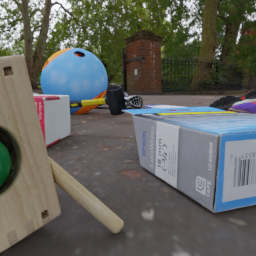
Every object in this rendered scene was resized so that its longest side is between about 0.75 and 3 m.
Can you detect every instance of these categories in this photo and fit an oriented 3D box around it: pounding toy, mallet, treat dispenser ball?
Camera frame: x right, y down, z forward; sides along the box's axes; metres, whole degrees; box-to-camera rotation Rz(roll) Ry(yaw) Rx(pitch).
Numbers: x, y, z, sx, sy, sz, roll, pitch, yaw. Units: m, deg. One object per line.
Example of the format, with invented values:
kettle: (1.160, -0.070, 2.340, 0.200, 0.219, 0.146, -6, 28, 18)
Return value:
pounding toy: (-1.083, 0.236, 2.223, 1.622, 1.493, 1.153, 7, 23, 41)
mallet: (-1.479, -0.750, 10.024, 2.964, 0.976, 0.610, -10, 22, 19)
treat dispenser ball: (-2.436, -2.121, 12.836, 3.005, 3.005, 3.005, 0, 8, 0)

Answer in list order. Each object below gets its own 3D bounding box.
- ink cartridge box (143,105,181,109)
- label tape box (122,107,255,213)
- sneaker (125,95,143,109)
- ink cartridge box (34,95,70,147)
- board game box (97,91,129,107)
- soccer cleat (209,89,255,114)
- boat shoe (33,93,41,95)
ink cartridge box: (1.752, -0.704, 11.754, 1.270, 0.447, 2.129, -6, 14, -39)
label tape box: (1.194, 0.200, 4.018, 1.862, 0.817, 2.582, -3, 9, -20)
sneaker: (-0.094, -1.443, 15.961, 2.176, 0.804, 0.881, -4, 6, -34)
ink cartridge box: (-2.710, -0.212, 6.164, 2.467, 1.029, 1.792, 0, 8, 3)
board game box: (-1.362, -1.692, 16.739, 2.383, 0.412, 1.615, -13, 1, 29)
soccer cleat: (4.211, -0.775, 10.424, 2.484, 0.909, 0.847, -15, 28, 33)
boat shoe: (-2.242, -0.517, 8.163, 1.452, 0.485, 0.414, 38, -2, 12)
